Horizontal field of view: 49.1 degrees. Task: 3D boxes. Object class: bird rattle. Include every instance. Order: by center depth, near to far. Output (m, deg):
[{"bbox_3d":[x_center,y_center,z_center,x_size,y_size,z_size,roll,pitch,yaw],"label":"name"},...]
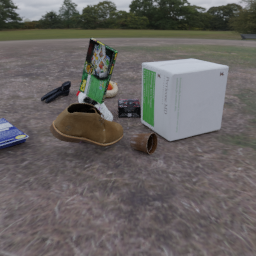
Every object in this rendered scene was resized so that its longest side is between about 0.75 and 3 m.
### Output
[{"bbox_3d":[-1.620,-2.426,15.967,2.164,1.496,2.655,15,25,-6],"label":"bird rattle"}]

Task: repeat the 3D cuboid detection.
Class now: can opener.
[{"bbox_3d":[-4.015,-1.958,15.598,0.700,0.869,2.210,21,39,24],"label":"can opener"}]

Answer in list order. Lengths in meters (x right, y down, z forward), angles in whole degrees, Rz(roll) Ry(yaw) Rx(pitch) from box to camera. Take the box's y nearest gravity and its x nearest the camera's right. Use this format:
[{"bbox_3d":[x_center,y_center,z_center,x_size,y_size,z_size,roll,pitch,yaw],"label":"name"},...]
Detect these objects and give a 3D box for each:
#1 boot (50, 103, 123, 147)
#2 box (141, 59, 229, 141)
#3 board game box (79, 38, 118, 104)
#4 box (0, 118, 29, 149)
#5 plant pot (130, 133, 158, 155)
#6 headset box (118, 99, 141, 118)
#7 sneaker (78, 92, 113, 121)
[{"bbox_3d":[-1.024,-0.118,9.240,2.944,1.111,1.084,6,40,-50],"label":"boot"},{"bbox_3d":[2.180,-1.261,11.361,2.693,2.679,2.307,-12,26,-25],"label":"box"},{"bbox_3d":[-1.177,-2.125,10.693,1.182,2.256,0.265,31,37,14],"label":"board game box"},{"bbox_3d":[-4.950,0.309,10.548,1.555,0.416,2.567,-19,28,-37],"label":"box"},{"bbox_3d":[0.533,0.505,9.803,0.750,0.758,0.758,6,23,34],"label":"plant pot"},{"bbox_3d":[0.034,-0.996,13.467,1.058,0.534,1.423,-1,23,-2],"label":"headset box"},{"bbox_3d":[-1.579,-1.162,12.221,1.043,1.388,2.787,-39,41,-4],"label":"sneaker"}]
